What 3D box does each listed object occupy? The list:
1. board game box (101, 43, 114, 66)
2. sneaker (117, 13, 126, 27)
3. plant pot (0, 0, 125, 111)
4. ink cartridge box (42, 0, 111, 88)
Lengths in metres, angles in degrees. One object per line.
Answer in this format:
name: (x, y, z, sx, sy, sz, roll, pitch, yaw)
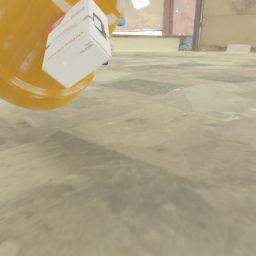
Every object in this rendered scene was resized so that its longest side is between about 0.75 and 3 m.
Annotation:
board game box: (-1.478, -2.842, 10.939, 1.705, 0.295, 1.076, -9, -23, -23)
sneaker: (-0.346, -3.445, 8.050, 0.575, 1.278, 0.501, 26, 72, 36)
plant pot: (-1.527, -2.150, 5.758, 2.889, 2.889, 2.645, -17, -6, -41)
ink cartridge box: (-0.728, -1.252, 4.047, 0.834, 0.486, 1.153, -30, 43, 22)
